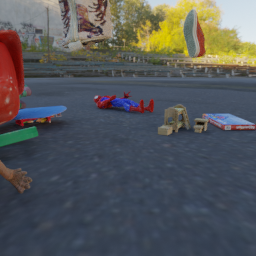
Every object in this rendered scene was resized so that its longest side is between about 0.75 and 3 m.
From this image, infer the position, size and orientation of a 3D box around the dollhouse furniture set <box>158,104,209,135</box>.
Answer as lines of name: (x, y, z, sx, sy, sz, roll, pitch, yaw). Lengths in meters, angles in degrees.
dollhouse furniture set: (1.425, -0.205, 7.056, 0.995, 0.626, 1.125, 6, 14, 27)

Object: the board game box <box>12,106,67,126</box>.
board game box: (-2.706, -0.283, 8.166, 1.857, 0.362, 1.467, -4, 16, 6)

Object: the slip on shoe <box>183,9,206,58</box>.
slip on shoe: (2.168, -3.021, 9.023, 0.510, 1.666, 0.617, 1, -15, -26)

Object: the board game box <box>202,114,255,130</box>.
board game box: (2.853, -0.199, 8.122, 0.889, 0.168, 1.726, 1, 12, -3)

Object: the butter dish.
butter dish: (-3.585, -0.669, 6.580, 2.645, 1.955, 2.637, -18, -22, -25)

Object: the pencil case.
pencil case: (-1.017, -3.054, 5.760, 1.103, 2.836, 1.268, 2, 17, 29)

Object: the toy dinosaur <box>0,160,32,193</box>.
toy dinosaur: (-2.155, -0.030, 3.039, 1.173, 2.732, 1.852, -28, -22, -13)

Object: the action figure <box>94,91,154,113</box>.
action figure: (-0.342, -1.016, 10.838, 2.838, 0.733, 0.928, 7, 16, 42)

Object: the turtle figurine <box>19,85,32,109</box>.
turtle figurine: (-4.431, -0.998, 10.042, 1.516, 1.020, 2.025, -39, -7, 24)

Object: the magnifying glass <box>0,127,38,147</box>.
magnifying glass: (-2.567, 0.298, 4.897, 0.997, 0.280, 2.504, -13, 6, 22)
